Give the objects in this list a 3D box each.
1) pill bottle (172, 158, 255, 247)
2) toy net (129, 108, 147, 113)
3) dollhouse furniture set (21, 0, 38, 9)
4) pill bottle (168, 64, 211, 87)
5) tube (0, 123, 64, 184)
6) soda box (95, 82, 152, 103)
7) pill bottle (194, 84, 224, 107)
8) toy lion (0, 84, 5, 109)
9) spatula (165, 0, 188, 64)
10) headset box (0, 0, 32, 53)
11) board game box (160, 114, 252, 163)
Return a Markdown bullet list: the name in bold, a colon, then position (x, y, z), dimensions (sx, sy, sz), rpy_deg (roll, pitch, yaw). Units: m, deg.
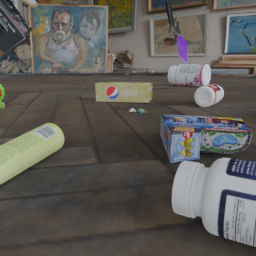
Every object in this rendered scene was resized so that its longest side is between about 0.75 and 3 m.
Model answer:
- **pill bottle**: position (1.343, 0.813, 3.076), dimensions (1.599, 0.888, 0.888), rpy_deg (8, 16, 28)
- **toy net**: position (0.377, -0.695, 10.917), dimensions (0.766, 0.148, 0.402), rpy_deg (12, 18, 42)
- **dollhouse furniture set**: position (-1.410, -2.824, 4.544), dimensions (0.948, 2.142, 1.110), rpy_deg (31, 42, -28)
- **pill bottle**: position (4.691, -4.065, 21.583), dimensions (2.955, 1.675, 1.675), rpy_deg (9, 16, 34)
- **tube**: position (-2.095, 0.549, 4.991), dimensions (0.713, 0.638, 2.456), rpy_deg (-36, 1, 28)
- **soda box**: position (-0.194, -1.749, 13.638), dimensions (2.690, 0.911, 0.861), rpy_deg (4, 14, 16)
- **pill bottle**: position (3.676, -1.480, 12.536), dimensions (0.911, 0.911, 1.663), rpy_deg (9, 17, 33)
- **toy lion**: position (-5.561, -1.336, 11.495), dimensions (1.170, 1.121, 0.402), rpy_deg (5, 14, 20)
- **spatula**: position (1.716, -3.597, 10.140), dimensions (0.286, 2.787, 0.788), rpy_deg (-28, -29, 31)
- **headset box**: position (-2.306, -1.985, 5.080), dimensions (0.505, 0.972, 1.307), rpy_deg (-34, 28, 4)
- **board game box**: position (1.561, 0.210, 6.170), dimensions (1.985, 0.612, 1.984), rpy_deg (4, 15, 15)
